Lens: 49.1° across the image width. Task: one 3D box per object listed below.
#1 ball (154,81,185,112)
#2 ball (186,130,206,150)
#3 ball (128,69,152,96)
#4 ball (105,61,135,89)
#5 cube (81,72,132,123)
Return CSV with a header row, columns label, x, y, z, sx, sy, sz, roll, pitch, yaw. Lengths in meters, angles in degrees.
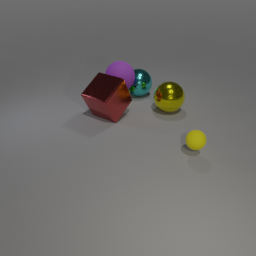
label,x,y,z,sx,sy,sz,roll,pitch,yaw
ball,1.872,-1.406,12.698,1.400,1.400,1.400,0,30,0
ball,2.351,0.415,9.690,0.700,0.700,0.700,0,30,0
ball,0.535,-2.314,14.308,1.400,1.400,1.400,0,30,0
ball,-0.379,-2.412,13.079,1.400,1.400,1.400,0,30,0
cube,-0.888,-1.324,12.109,1.400,1.400,1.400,20,64,31
